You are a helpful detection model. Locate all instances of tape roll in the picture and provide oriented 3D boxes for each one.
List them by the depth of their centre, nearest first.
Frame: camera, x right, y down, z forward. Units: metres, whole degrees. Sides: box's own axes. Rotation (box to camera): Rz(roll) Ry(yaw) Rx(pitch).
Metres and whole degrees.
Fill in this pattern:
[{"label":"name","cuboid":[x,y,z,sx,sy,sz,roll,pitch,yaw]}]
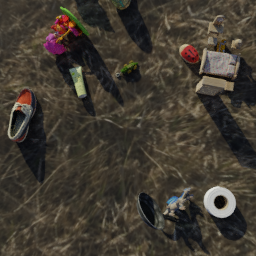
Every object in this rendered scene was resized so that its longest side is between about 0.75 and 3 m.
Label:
[{"label":"tape roll","cuboid":[3.384,2.735,10.354,1.085,0.379,1.085,0,80,1]}]

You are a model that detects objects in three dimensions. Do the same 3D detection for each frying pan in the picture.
[{"label":"frying pan","cuboid":[0.801,2.410,8.206,0.306,1.878,1.136,-38,64,18]}]

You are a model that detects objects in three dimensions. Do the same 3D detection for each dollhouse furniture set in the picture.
[{"label":"dollhouse furniture set","cuboid":[3.651,-2.717,10.758,1.451,1.239,2.799,11,85,2]}]

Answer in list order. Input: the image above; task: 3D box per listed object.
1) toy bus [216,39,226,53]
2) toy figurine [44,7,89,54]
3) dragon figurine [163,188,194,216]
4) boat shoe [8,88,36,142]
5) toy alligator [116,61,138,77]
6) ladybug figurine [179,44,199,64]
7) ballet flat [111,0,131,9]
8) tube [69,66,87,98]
[{"label":"toy bus","cuboid":[3.809,-3.259,11.466,0.294,0.245,0.752,10,81,3]},{"label":"toy figurine","cuboid":[-2.724,-3.770,11.209,1.649,1.345,1.791,-45,61,2]},{"label":"dragon figurine","cuboid":[1.707,2.832,10.279,1.643,0.817,0.483,-39,84,13]},{"label":"boat shoe","cuboid":[-4.110,-0.548,10.774,0.779,0.685,2.189,9,79,3]},{"label":"toy alligator","cuboid":[-0.038,-2.397,11.309,1.053,0.253,0.349,-35,81,-6]},{"label":"ladybug figurine","cuboid":[2.511,-3.027,11.373,0.643,0.341,0.947,-44,83,-7]},{"label":"ballet flat","cuboid":[-0.715,-6.328,11.579,1.026,1.026,2.904,-22,81,-4]},{"label":"tube","cuboid":[-1.978,-1.847,11.198,0.377,0.337,1.299,-4,71,-40]}]
